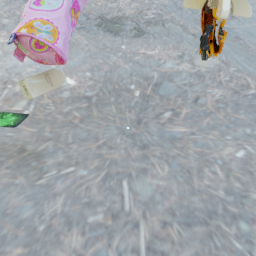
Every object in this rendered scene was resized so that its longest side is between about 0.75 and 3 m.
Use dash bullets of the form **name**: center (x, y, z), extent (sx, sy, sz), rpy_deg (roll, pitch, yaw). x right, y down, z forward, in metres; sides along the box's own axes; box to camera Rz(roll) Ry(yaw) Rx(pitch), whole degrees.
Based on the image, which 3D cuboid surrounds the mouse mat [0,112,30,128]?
- **mouse mat**: center (-2.816, -0.207, 6.385), extent (0.871, 0.041, 1.082), rpy_deg (4, 19, -4)

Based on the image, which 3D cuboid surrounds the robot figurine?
- **robot figurine**: center (2.102, -2.701, 6.769), extent (0.618, 2.122, 1.539), rpy_deg (9, 38, 21)

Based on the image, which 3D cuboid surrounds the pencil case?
- **pencil case**: center (-1.514, -2.701, 5.954), extent (1.251, 1.251, 2.861), rpy_deg (12, 75, 10)

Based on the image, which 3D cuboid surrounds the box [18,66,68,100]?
- **box**: center (-1.909, -1.027, 6.373), extent (0.380, 0.464, 0.978), rpy_deg (-5, 23, 47)

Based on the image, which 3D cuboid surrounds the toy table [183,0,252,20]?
- **toy table**: center (1.622, -2.410, 4.845), extent (1.333, 0.781, 1.226), rpy_deg (16, 34, 8)
